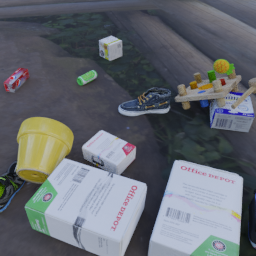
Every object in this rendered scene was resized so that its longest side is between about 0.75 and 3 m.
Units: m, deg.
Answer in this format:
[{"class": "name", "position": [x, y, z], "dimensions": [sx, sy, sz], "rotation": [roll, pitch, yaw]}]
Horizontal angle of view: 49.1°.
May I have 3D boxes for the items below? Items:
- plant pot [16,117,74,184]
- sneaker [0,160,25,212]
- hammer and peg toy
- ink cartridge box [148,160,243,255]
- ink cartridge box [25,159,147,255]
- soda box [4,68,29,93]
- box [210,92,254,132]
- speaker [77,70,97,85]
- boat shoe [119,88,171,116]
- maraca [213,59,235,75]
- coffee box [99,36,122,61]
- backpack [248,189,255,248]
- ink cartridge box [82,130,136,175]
[{"class": "plant pot", "position": [-2.762, 0.809, 8.957], "dimensions": [1.759, 1.759, 1.655], "rotation": [4, 57, 5]}, {"class": "sneaker", "position": [-3.678, 1.682, 8.541], "dimensions": [0.650, 0.760, 1.835], "rotation": [9, 42, 8]}, {"class": "hammer and peg toy", "position": [3.576, -1.611, 11.126], "dimensions": [2.992, 1.055, 2.200], "rotation": [-1, 26, 42]}, {"class": "ink cartridge box", "position": [1.863, 2.347, 7.463], "dimensions": [1.977, 1.190, 2.720], "rotation": [14, 44, 14]}, {"class": "ink cartridge box", "position": [-1.041, 2.150, 7.649], "dimensions": [2.664, 1.120, 1.944], "rotation": [15, 39, 17]}, {"class": "soda box", "position": [-5.251, -2.283, 13.253], "dimensions": [0.451, 0.498, 1.424], "rotation": [9, 42, 10]}, {"class": "box", "position": [4.095, -0.702, 11.201], "dimensions": [1.452, 0.828, 1.579], "rotation": [7, 42, 8]}, {"class": "speaker", "position": [-1.960, -2.417, 13.464], "dimensions": [0.443, 0.443, 1.001], "rotation": [30, 49, 30]}, {"class": "boat shoe", "position": [0.684, -1.135, 11.570], "dimensions": [2.180, 0.989, 0.771], "rotation": [-5, 42, -5]}, {"class": "maraca", "position": [3.558, -2.259, 10.415], "dimensions": [0.764, 0.524, 0.409], "rotation": [23, 25, 14]}, {"class": "coffee box", "position": [-0.949, -4.355, 15.290], "dimensions": [0.917, 0.916, 0.907], "rotation": [-32, 51, -31]}, {"class": "backpack", "position": [3.959, 2.545, 7.278], "dimensions": [1.524, 1.120, 1.394], "rotation": [12, 42, 11]}, {"class": "ink cartridge box", "position": [-0.636, 0.841, 9.587], "dimensions": [1.499, 0.642, 1.107], "rotation": [24, 47, 27]}]
